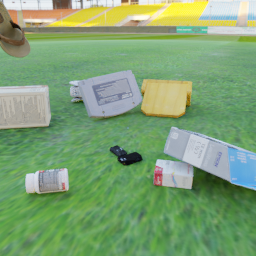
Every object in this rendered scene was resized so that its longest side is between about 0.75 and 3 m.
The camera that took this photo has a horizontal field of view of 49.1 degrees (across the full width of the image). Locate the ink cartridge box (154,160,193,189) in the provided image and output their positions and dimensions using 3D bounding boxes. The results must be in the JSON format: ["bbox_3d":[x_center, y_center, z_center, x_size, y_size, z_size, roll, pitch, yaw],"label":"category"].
[{"bbox_3d":[1.128,1.130,6.900,0.913,0.378,0.665,5,22,12],"label":"ink cartridge box"}]

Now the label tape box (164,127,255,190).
[{"bbox_3d":[2.275,0.718,6.689,1.655,0.764,2.310,13,5,-45],"label":"label tape box"}]

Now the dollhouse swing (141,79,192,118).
[{"bbox_3d":[1.665,-1.050,12.328,2.110,1.855,1.918,5,-19,13],"label":"dollhouse swing"}]

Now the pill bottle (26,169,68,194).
[{"bbox_3d":[-1.851,1.231,6.458,0.906,0.516,0.516,-4,22,-10],"label":"pill bottle"}]

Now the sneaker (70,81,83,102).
[{"bbox_3d":[-1.767,-1.563,12.741,1.645,1.076,2.863,-6,18,-13],"label":"sneaker"}]

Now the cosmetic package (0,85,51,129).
[{"bbox_3d":[-4.308,-0.785,10.348,2.685,1.388,1.171,-2,21,-10],"label":"cosmetic package"}]

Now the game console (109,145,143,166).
[{"bbox_3d":[-0.116,0.756,8.173,0.649,0.133,1.100,-14,27,-31],"label":"game console"}]

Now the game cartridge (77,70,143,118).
[{"bbox_3d":[-0.655,-1.331,11.346,2.524,1.681,0.524,-19,4,-32],"label":"game cartridge"}]

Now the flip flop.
[{"bbox_3d":[-4.435,-3.647,10.659,0.783,2.719,1.102,26,67,17],"label":"flip flop"}]
